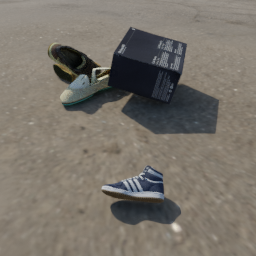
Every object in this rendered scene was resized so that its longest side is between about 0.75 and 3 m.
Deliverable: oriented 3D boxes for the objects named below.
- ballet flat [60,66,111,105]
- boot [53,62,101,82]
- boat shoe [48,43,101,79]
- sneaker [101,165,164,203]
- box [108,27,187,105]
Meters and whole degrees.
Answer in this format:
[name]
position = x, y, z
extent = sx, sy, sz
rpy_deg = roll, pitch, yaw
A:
[ballet flat]
position = -1.443, -1.746, 10.643
extent = 0.968, 0.895, 2.870
rpy_deg = 20, 38, 40
[boot]
position = -2.231, -2.592, 12.315
extent = 1.433, 0.541, 1.636
rpy_deg = 35, 46, 26
[boat shoe]
position = -1.950, -2.531, 11.021
extent = 2.469, 0.904, 0.800
rpy_deg = 17, 4, -45
[sneaker]
position = 0.136, 1.214, 6.285
extent = 1.386, 0.486, 0.752
rpy_deg = 6, 64, 3
[box]
position = 0.778, -2.385, 10.375
extent = 2.355, 1.346, 2.586
rpy_deg = 18, 41, 2
